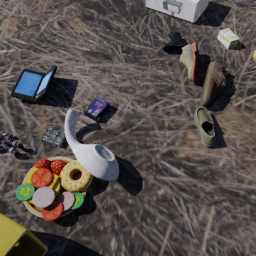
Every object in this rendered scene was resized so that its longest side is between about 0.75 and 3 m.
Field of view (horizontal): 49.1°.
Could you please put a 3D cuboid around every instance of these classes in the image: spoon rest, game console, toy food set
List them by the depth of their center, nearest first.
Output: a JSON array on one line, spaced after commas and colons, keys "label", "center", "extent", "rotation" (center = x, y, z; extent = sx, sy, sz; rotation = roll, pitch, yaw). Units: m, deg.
[{"label": "toy food set", "center": [-2.266, 1.795, 8.714], "extent": [2.138, 0.520, 2.116], "rotation": [16, 57, 10]}, {"label": "spoon rest", "center": [-1.312, 0.637, 9.229], "extent": [1.476, 0.901, 2.972], "rotation": [13, 32, -49]}, {"label": "game console", "center": [-3.663, -1.852, 11.001], "extent": [0.914, 1.381, 1.570], "rotation": [34, 49, -32]}]

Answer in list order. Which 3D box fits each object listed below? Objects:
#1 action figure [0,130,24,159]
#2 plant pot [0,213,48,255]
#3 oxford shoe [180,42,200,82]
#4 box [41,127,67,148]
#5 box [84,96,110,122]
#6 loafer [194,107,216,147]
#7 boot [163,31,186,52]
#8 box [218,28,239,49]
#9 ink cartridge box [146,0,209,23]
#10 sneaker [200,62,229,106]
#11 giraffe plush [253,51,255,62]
[{"label": "action figure", "center": [-4.219, 0.544, 9.675], "extent": [1.266, 0.439, 0.824], "rotation": [26, 66, 21]}, {"label": "plant pot", "center": [-3.449, 3.122, 7.179], "extent": [1.726, 1.687, 1.676], "rotation": [25, 58, 25]}, {"label": "oxford shoe", "center": [2.606, -2.730, 11.911], "extent": [0.777, 0.731, 2.076], "rotation": [-8, 51, 24]}, {"label": "box", "center": [-2.596, 0.328, 9.957], "extent": [0.775, 0.169, 0.621], "rotation": [15, 56, 10]}, {"label": "box", "center": [-1.176, -0.719, 10.601], "extent": [0.601, 0.336, 0.851], "rotation": [26, 59, 20]}, {"label": "loafer", "center": [2.831, -0.146, 10.036], "extent": [0.628, 0.582, 1.670], "rotation": [-6, 55, -4]}, {"label": "boot", "center": [1.994, -3.950, 12.780], "extent": [1.141, 0.436, 0.958], "rotation": [-10, 59, -15]}, {"label": "box", "center": [4.607, -4.130, 12.914], "extent": [0.486, 0.438, 0.864], "rotation": [-18, 57, -14]}, {"label": "ink cartridge box", "center": [2.594, -6.738, 14.295], "extent": [2.764, 1.161, 2.011], "rotation": [26, 59, 17]}, {"label": "sneaker", "center": [3.464, -1.752, 11.033], "extent": [0.872, 0.813, 2.308], "rotation": [17, 57, 8]}, {"label": "giraffe plush", "center": [6.205, -3.263, 11.594], "extent": [2.170, 2.515, 2.039], "rotation": [-4, 19, 16]}]
